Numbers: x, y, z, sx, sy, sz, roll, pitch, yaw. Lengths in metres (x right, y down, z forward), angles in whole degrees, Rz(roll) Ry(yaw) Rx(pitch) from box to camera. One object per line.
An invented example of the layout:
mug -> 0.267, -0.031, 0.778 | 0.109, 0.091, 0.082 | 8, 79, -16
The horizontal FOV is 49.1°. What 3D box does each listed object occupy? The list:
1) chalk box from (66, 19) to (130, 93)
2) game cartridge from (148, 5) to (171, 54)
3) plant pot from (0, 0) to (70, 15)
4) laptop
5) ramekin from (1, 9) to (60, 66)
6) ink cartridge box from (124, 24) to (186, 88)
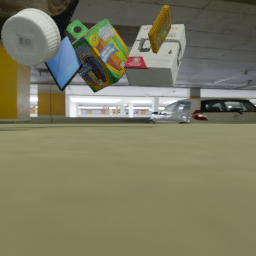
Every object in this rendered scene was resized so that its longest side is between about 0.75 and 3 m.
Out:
chalk box -> -1.311, -3.102, 11.256 | 1.680, 2.711, 1.692 | -14, 32, 47
game cartridge -> 0.926, -2.780, 7.979 | 0.182, 0.989, 1.122 | 28, -3, 14
plant pot -> -2.201, -3.382, 6.274 | 1.646, 1.897, 1.897 | 25, 6, 10
laptop -> -1.752, -2.706, 8.690 | 1.203, 2.330, 2.065 | 31, 36, -10
ramekin -> -1.873, -1.696, 5.358 | 1.035, 1.035, 0.504 | 0, 30, 12
ink cartridge box -> 1.114, -2.851, 10.871 | 1.810, 2.493, 1.039 | 6, -33, 21
